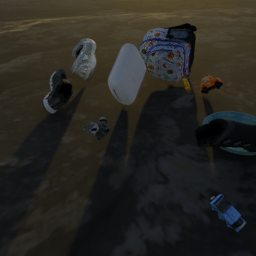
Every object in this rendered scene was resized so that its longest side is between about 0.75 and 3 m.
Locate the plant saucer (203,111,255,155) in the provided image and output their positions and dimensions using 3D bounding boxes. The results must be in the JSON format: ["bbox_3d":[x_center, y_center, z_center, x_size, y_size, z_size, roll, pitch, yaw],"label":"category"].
[{"bbox_3d":[3.088,0.151,7.833,1.986,0.272,1.986,0,35,0],"label":"plant saucer"}]

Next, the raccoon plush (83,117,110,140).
[{"bbox_3d":[-0.880,-0.073,7.325,0.626,0.452,0.934,33,14,-28],"label":"raccoon plush"}]

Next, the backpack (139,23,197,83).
[{"bbox_3d":[1.495,-2.930,11.238,2.136,2.242,1.727,16,51,19],"label":"backpack"}]

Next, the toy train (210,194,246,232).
[{"bbox_3d":[1.860,1.583,5.225,0.328,0.432,0.757,-40,76,-7],"label":"toy train"}]

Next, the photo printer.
[{"bbox_3d":[-0.028,-1.699,9.334,0.586,1.404,1.687,12,70,27],"label":"photo printer"}]

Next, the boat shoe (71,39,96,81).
[{"bbox_3d":[-1.950,-3.069,11.922,0.929,1.067,2.896,18,38,-24],"label":"boat shoe"}]

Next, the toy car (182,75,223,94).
[{"bbox_3d":[2.611,-1.647,9.735,0.862,0.585,1.758,-28,-19,36],"label":"toy car"}]

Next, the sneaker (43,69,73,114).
[{"bbox_3d":[-2.200,-1.374,9.452,0.923,0.678,2.041,-24,40,24],"label":"sneaker"}]

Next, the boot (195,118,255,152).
[{"bbox_3d":[2.730,-0.006,6.288,1.986,1.637,0.652,11,50,-30],"label":"boot"}]
